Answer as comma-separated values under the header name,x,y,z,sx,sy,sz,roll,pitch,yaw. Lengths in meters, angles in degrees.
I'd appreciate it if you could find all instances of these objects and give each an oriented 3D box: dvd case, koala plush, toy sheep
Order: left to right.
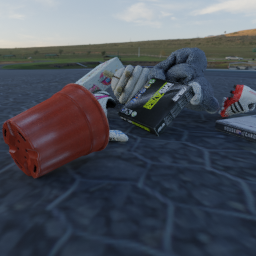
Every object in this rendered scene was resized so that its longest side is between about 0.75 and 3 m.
name,x,y,z,sx,sy,sz,roll,pitch,yaw
toy sheep,0.302,-1.644,11.243,2.822,1.946,1.946,31,13,-6
koala plush,2.272,-1.515,9.984,2.007,2.080,2.264,24,33,-48
dvd case,4.165,-0.027,8.148,2.554,0.316,1.919,-8,17,-26

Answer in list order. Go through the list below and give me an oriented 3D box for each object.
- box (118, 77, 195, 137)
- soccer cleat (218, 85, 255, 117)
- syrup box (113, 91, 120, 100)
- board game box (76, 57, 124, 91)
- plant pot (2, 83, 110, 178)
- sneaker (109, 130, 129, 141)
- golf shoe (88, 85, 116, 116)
name,x,y,z,sx,sy,sz,roll,pitch,yaw
box,0.806,-0.709,8.305,1.740,0.413,1.680,-47,38,-15
soccer cleat,3.675,-0.772,9.333,0.931,0.750,2.185,21,-14,9
syrup box,0.559,-1.866,13.279,2.392,0.974,0.942,7,55,26
board game box,-1.452,-2.315,13.366,2.013,0.877,2.729,-41,18,-12
plant pot,-1.431,0.103,5.421,1.551,1.551,1.508,13,33,41
sneaker,-0.472,0.216,7.307,0.995,0.358,0.361,12,52,15
golf shoe,-1.234,-0.674,9.459,1.111,0.876,2.413,32,38,8
